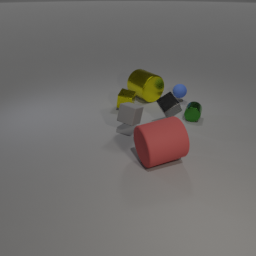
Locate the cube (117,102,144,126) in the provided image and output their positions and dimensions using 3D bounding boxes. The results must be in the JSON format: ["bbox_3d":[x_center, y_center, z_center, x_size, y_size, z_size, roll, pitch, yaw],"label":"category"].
[{"bbox_3d":[0.088,-0.552,10.840,0.700,0.700,0.700,20,19,25],"label":"cube"}]

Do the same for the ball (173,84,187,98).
[{"bbox_3d":[2.577,-1.841,13.962,0.700,0.700,0.700,0,28,0],"label":"ball"}]

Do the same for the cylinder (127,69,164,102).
[{"bbox_3d":[0.899,-2.186,14.376,1.400,1.400,1.400,-18,33,-31],"label":"cylinder"}]

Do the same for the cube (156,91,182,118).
[{"bbox_3d":[1.665,-0.903,11.336,0.700,0.700,0.700,-33,61,5],"label":"cube"}]

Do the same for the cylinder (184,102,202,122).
[{"bbox_3d":[2.877,-0.720,12.337,0.700,0.700,0.700,9,30,16],"label":"cylinder"}]

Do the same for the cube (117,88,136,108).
[{"bbox_3d":[-0.084,-1.343,13.198,0.700,0.700,0.700,15,40,9],"label":"cube"}]

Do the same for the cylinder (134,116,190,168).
[{"bbox_3d":[1.070,0.448,9.219,1.400,1.400,1.400,-15,31,-15],"label":"cylinder"}]
